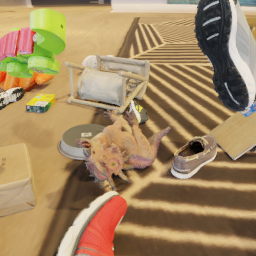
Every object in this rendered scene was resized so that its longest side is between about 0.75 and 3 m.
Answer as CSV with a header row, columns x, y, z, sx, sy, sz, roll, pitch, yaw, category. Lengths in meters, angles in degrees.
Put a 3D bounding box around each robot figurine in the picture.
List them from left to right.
x,y,z,sx,sy,sz,roll,pitch,yaw,category
-4.340,-2.525,11.407,2.108,1.709,2.931,-7,26,16,robot figurine

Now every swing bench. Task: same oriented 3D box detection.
x,y,z,sx,sy,sz,roll,pitch,yaw,category
-0.694,-1.740,10.314,2.304,1.503,2.316,13,26,24,swing bench

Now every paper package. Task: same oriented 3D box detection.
x,y,z,sx,sy,sz,roll,pitch,yaw,category
-2.724,1.090,5.868,1.410,0.765,1.479,-12,32,-20,paper package

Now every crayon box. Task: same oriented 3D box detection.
x,y,z,sx,sy,sz,roll,pitch,yaw,category
-3.048,-0.899,9.949,0.695,0.278,1.095,5,30,9,crayon box

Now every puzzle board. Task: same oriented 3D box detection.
x,y,z,sx,sy,sz,roll,pitch,yaw,category
3.265,-0.042,7.579,1.817,0.158,1.369,-37,30,7,puzzle board

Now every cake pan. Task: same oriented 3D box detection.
x,y,z,sx,sy,sz,roll,pitch,yaw,category
-1.134,0.316,7.757,1.560,0.286,1.560,0,29,0,cake pan

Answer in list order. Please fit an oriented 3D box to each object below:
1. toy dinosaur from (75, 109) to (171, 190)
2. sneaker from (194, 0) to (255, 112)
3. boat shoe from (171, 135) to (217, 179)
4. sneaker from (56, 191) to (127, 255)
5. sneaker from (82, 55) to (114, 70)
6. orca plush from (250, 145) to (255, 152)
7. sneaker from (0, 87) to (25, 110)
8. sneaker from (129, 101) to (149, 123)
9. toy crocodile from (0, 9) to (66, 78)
x,y,z,sx,sy,sz,roll,pitch,yaw,category
-0.044,0.550,6.579,2.803,1.203,1.899,2,35,-31,toy dinosaur
2.453,-1.918,6.564,1.168,2.947,1.089,-26,13,-27,sneaker
1.733,0.566,7.014,0.677,0.561,1.884,23,37,36,boat shoe
-0.472,2.163,3.903,1.201,1.089,2.829,17,41,12,sneaker
-1.231,-3.012,13.228,1.964,0.799,0.866,-19,32,-30,sneaker
3.885,0.199,7.288,1.383,0.934,2.628,-2,29,-4,orca plush
-4.451,-1.155,10.172,0.697,0.512,1.542,14,34,18,sneaker
0.353,-0.505,9.182,0.493,0.434,1.165,-1,37,-13,sneaker
-1.831,-1.419,4.960,0.800,0.874,2.590,9,-3,-44,toy crocodile
